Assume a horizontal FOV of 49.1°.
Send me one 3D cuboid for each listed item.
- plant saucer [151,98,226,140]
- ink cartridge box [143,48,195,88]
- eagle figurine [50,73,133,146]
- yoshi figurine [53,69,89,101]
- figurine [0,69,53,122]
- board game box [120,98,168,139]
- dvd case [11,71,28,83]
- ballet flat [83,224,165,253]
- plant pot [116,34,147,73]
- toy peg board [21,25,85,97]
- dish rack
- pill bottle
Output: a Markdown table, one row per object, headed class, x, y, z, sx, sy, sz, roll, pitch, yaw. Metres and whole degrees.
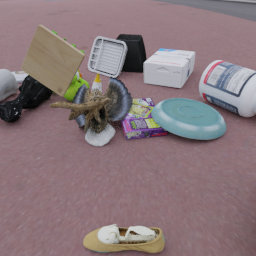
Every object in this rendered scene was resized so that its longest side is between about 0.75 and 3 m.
| class | x | y | z | sx | sy | sz | roll | pitch | yaw |
| --- | --- | --- | --- | --- | --- | --- | --- | --- | --- |
| plant saucer | 2.292 | -0.486 | 10.459 | 2.819 | 0.386 | 2.819 | 7 | 29 | -4 |
| ink cartridge box | 2.154 | -3.134 | 14.334 | 1.969 | 1.155 | 2.689 | 12 | 35 | 20 |
| eagle figurine | -1.106 | -0.899 | 10.226 | 2.271 | 2.259 | 2.994 | 36 | 9 | -3 |
| yoshi figurine | -2.662 | -2.028 | 12.737 | 1.665 | 1.671 | 2.973 | 34 | 7 | -20 |
| figurine | -5.066 | -1.249 | 11.387 | 2.909 | 1.252 | 2.839 | 9 | 37 | 16 |
| board game box | 0.447 | -0.438 | 10.757 | 1.532 | 0.412 | 2.552 | -1 | 31 | -10 |
| dvd case | -5.683 | -2.648 | 14.493 | 2.007 | 0.176 | 1.432 | -7 | 33 | -11 |
| ballet flat | -0.094 | 2.319 | 6.059 | 1.779 | 0.561 | 0.611 | 1 | 31 | 1 |
| plant pot | 0.068 | -4.249 | 15.669 | 1.902 | 1.687 | 1.897 | 6 | 33 | 7 |
| toy peg board | -1.330 | -1.266 | 5.228 | 0.945 | 0.941 | 0.462 | 34 | 29 | -2 |
| dish rack | -1.043 | -3.750 | 14.932 | 2.244 | 1.926 | 0.488 | 23 | 11 | 33 |
| pill bottle | 4.487 | -1.445 | 11.032 | 1.769 | 1.769 | 2.959 | -22 | 39 | -32 |
